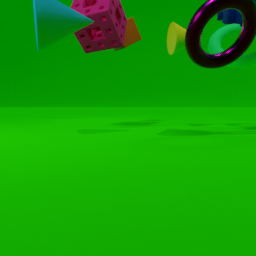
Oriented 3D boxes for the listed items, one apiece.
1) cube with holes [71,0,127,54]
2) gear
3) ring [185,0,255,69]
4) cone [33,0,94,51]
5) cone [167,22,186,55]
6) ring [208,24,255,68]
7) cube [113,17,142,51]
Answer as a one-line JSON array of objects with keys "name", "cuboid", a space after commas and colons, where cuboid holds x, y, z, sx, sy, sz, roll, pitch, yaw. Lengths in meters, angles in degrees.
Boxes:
[{"name": "cube with holes", "cuboid": [-0.917, -3.411, 8.861, 1.326, 1.326, 1.326, -5, -34, 19]}, {"name": "gear", "cuboid": [3.226, -2.779, 6.615, 2.088, 0.386, 2.088, -3, 30, 2]}, {"name": "ring", "cuboid": [1.930, -1.953, 5.750, 1.606, 1.606, 0.321, -2, 41, -18]}, {"name": "cone", "cuboid": [-1.368, -2.340, 6.125, 1.268, 1.263, 1.263, -6, 6, -17]}, {"name": "cone", "cuboid": [1.736, -2.642, 8.319, 0.927, 0.924, 0.924, -2, 5, -9]}, {"name": "ring", "cuboid": [3.290, -2.450, 8.191, 1.835, 1.835, 0.367, 1, -35, 16]}, {"name": "cube", "cuboid": [-0.177, -3.581, 10.754, 0.871, 0.871, 0.871, -34, 20, -22]}]
